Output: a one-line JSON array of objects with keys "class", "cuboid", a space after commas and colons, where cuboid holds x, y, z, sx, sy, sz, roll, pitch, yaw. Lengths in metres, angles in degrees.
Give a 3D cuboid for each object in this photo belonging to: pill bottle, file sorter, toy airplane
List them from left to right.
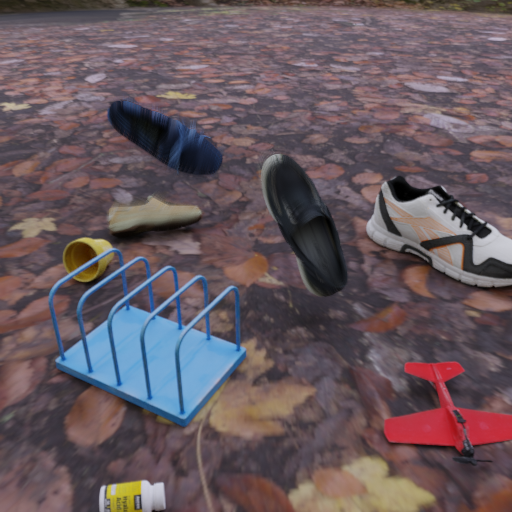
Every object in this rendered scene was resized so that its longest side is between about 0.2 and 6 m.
[{"class": "pill bottle", "cuboid": [-1.415, 2.810, 6.433, 0.707, 0.393, 0.393, -5, 31, -9]}, {"class": "file sorter", "cuboid": [-1.608, 1.037, 8.352, 2.421, 1.485, 1.680, 15, 33, 25]}, {"class": "toy airplane", "cuboid": [2.662, 2.069, 7.713, 1.927, 0.354, 1.927, 1, 31, -1]}]

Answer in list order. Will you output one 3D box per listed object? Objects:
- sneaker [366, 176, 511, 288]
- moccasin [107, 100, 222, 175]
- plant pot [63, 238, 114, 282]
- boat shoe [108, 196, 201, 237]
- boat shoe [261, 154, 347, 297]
[{"class": "sneaker", "cuboid": [3.798, -0.523, 11.071, 3.545, 1.418, 1.307, 24, 37, 32]}, {"class": "moccasin", "cuboid": [-2.098, -2.628, 12.868, 2.842, 1.143, 0.969, 21, -4, -14]}, {"class": "plant pot", "cuboid": [-3.172, 0.015, 10.815, 0.812, 0.812, 0.764, 8, 16, 13]}, {"class": "boat shoe", "cuboid": [-2.206, -0.959, 12.177, 1.989, 0.713, 0.757, -8, 74, -12]}, {"class": "boat shoe", "cuboid": [0.866, -0.522, 9.370, 0.967, 2.588, 0.858, -18, 5, -14]}]
